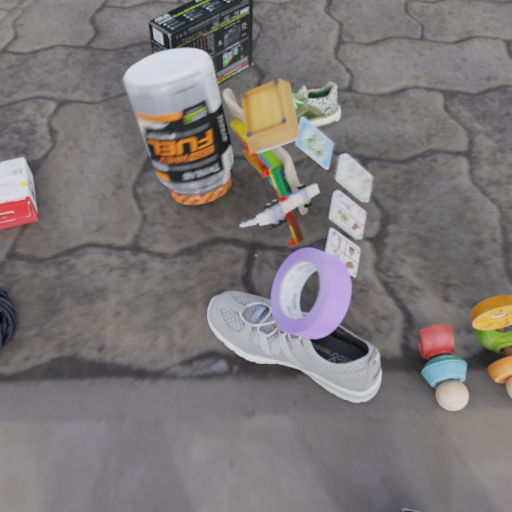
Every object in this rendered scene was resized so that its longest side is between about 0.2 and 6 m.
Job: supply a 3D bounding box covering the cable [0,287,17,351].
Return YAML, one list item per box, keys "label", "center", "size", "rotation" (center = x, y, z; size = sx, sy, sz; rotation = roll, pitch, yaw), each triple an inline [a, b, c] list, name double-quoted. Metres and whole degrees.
- label: "cable"
  center: [-4.917, 1.239, 9.656]
  size: [1.471, 0.458, 1.803]
  rotation: [22, 54, 16]

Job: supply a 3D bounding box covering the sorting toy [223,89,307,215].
- label: "sorting toy"
  center: [0.154, -1.958, 11.029]
  size: [0.410, 2.082, 2.249]
  rotation: [-36, 66, -1]

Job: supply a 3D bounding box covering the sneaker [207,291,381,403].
- label: "sneaker"
  center: [0.648, 1.195, 9.155]
  size: [3.104, 1.273, 1.160]
  rotation: [20, 54, 14]

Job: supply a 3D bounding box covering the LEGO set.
- label: "LEGO set"
  center: [0.911, -1.147, 10.127]
  size: [0.738, 3.005, 2.245]
  rotation: [-8, 61, 44]

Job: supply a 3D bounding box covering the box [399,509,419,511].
- label: "box"
  center: [1.865, 4.227, 6.596]
  size: [0.823, 1.564, 1.910]
  rotation: [11, 53, 8]

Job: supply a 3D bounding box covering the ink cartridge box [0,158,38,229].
- label: "ink cartridge box"
  center: [-5.089, -1.148, 11.441]
  size: [1.020, 0.590, 1.756]
  rotation: [-14, 53, -11]

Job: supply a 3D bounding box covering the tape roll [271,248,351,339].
- label: "tape roll"
  center: [0.781, 0.552, 8.257]
  size: [0.424, 1.294, 1.294]
  rotation: [19, 43, -34]

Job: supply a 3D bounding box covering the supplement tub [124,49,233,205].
- label: "supplement tub"
  center: [-1.392, -2.468, 10.981]
  size: [1.665, 2.717, 1.665]
  rotation: [-9, 39, 7]

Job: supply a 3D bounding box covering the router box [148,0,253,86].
- label: "router box"
  center: [-1.258, -5.140, 13.681]
  size: [0.833, 2.010, 2.683]
  rotation: [38, 60, 26]

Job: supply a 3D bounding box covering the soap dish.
- label: "soap dish"
  center: [0.192, -2.313, 9.220]
  size: [0.883, 0.456, 1.122]
  rotation: [-16, 64, 17]

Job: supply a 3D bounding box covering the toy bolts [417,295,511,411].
- label: "toy bolts"
  center: [3.517, 1.628, 8.733]
  size: [1.856, 1.773, 1.287]
  rotation: [-15, 57, 11]

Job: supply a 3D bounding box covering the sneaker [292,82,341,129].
- label: "sneaker"
  center: [0.873, -3.453, 12.942]
  size: [2.441, 1.082, 0.939]
  rotation: [-22, 55, -16]
